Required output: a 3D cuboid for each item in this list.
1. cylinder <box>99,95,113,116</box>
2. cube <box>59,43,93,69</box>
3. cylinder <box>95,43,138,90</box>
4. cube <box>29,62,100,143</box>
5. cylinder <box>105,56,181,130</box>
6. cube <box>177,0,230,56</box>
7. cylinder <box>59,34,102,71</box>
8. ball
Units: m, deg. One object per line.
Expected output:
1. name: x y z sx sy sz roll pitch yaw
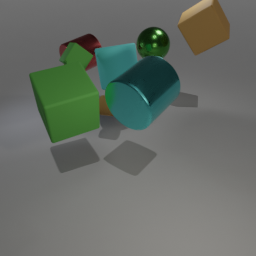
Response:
1. cylinder: -0.595 -0.765 9.687 0.700 0.700 0.700 6 30 16
2. cube: -1.673 -2.244 8.989 0.700 0.700 0.700 31 1 -31
3. cylinder: -0.351 -2.139 9.742 1.400 1.400 1.400 -8 17 2
4. cube: -1.676 -0.704 7.575 1.400 1.400 1.400 -19 54 -20
5. cylinder: 0.379 -0.888 7.050 1.400 1.400 1.400 21 48 33
6. cube: 2.907 -3.903 10.640 1.400 1.400 1.400 -22 29 34
7. cylinder: -1.995 -3.155 12.051 1.400 1.400 1.400 -32 41 -26
8. ball: 1.042 -3.461 11.624 1.400 1.400 1.400 0 29 0
